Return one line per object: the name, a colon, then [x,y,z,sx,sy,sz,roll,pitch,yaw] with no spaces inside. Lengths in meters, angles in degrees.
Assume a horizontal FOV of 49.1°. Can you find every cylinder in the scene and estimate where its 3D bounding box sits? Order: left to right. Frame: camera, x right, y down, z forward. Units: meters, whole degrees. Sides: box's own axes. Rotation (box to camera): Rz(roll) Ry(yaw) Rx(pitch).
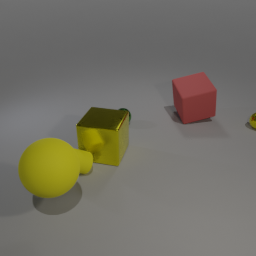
cylinder: [-1.549,1.013,8.599,0.700,0.700,0.700,18,16,-37]

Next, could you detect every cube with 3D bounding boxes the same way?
cube: [-0.805,0.250,9.518,1.400,1.400,1.400,7,30,12]
cube: [2.733,-1.256,11.653,1.400,1.400,1.400,-14,43,-1]

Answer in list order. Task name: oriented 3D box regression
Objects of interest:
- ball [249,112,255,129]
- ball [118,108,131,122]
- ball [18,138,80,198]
ball: [5.223,-0.294,11.193,0.700,0.700,0.700,0,30,0]
ball: [-0.208,-0.475,11.519,0.700,0.700,0.700,0,30,0]
ball: [-1.841,0.931,6.603,1.400,1.400,1.400,0,30,0]
